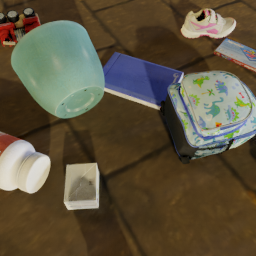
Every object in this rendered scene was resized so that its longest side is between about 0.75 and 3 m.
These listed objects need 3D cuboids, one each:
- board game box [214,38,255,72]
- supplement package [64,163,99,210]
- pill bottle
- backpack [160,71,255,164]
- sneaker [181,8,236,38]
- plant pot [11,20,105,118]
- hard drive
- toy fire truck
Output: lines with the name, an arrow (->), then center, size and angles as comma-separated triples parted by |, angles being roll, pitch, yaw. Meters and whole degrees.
board game box -> 4.806, -3.025, 11.697 | 2.117, 0.206, 1.090 | 32, 62, 21
supplement package -> -1.307, 1.675, 8.068 | 0.892, 0.635, 1.146 | -3, 56, -1
pill bottle -> -3.688, 0.900, 8.114 | 2.634, 1.478, 1.478 | 18, 56, 13
backpack -> 2.708, -0.491, 8.721 | 2.703, 1.987, 2.474 | -10, 64, -13
sneaker -> 3.608, -4.645, 12.316 | 2.430, 1.072, 0.989 | -7, 55, -5
plant pot -> -2.080, -1.686, 9.325 | 2.782, 2.782, 2.233 | -25, 74, -17
hard drive -> 0.422, -1.850, 10.750 | 2.932, 0.372, 1.935 | 20, 57, 14
toy fire truck -> -4.617, -3.994, 11.838 | 1.871, 1.368, 2.126 | -14, 67, -10
